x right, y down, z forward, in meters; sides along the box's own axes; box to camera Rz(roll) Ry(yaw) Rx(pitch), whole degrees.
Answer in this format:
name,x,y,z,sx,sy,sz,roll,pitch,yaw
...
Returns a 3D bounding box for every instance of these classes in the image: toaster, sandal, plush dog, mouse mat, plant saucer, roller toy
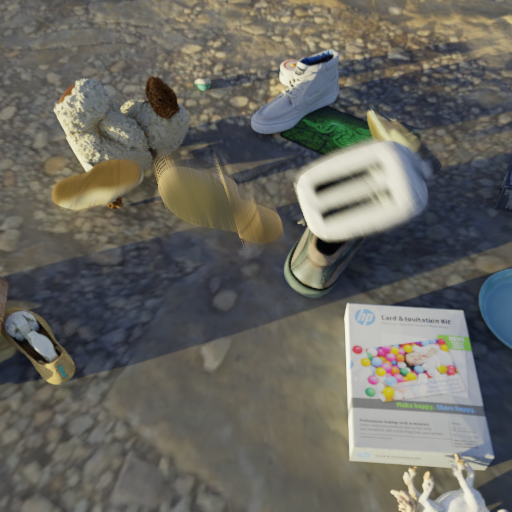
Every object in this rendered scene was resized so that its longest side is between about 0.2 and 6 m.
name,x,y,z,sx,sy,sz,roll,pitch,yaw
toaster,1.407,-0.881,7.894,2.041,1.319,1.160,-17,89,16
sandal,-0.532,-0.801,7.786,2.013,0.738,0.662,23,29,-34
plush dog,-2.283,-2.251,10.608,2.209,2.572,2.063,-30,88,-13
mouse mat,1.710,-2.646,12.104,1.975,0.074,1.589,29,54,22
plant saucer,4.383,0.939,8.789,1.779,0.244,1.779,0,48,0
roller toy,0.879,-4.376,13.373,0.654,0.457,0.597,27,54,22

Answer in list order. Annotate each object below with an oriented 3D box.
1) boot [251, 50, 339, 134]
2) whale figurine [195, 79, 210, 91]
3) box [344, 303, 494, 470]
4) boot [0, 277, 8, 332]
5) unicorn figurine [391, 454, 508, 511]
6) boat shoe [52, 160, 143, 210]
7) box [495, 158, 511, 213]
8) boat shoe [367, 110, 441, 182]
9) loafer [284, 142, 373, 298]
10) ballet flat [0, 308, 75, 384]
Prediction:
name,x,y,z,sx,sy,sz,roll,pitch,yaw
boot,0.852,-3.651,12.204,2.461,1.176,0.905,-36,54,-27
whale figurine,-1.272,-4.067,13.283,0.386,0.252,0.485,-9,25,-26
box,2.184,1.757,7.914,1.785,0.471,2.290,4,48,3
boot,-4.936,1.229,8.231,2.442,0.937,1.896,1,60,5
unicorn figurine,2.439,2.972,6.740,1.464,0.541,1.006,-16,87,13
boat shoe,-2.573,-1.148,9.367,1.636,0.532,0.590,-16,71,13
box,5.186,-1.286,10.535,1.012,0.579,1.112,19,51,18
boat shoe,2.508,-1.902,9.608,0.692,0.753,2.107,-22,42,6
loafer,1.615,-0.834,9.578,1.246,1.091,3.468,28,58,3
ballet flat,-3.316,1.190,8.350,1.772,0.558,0.608,33,56,26
